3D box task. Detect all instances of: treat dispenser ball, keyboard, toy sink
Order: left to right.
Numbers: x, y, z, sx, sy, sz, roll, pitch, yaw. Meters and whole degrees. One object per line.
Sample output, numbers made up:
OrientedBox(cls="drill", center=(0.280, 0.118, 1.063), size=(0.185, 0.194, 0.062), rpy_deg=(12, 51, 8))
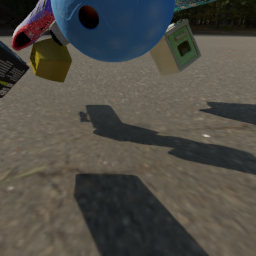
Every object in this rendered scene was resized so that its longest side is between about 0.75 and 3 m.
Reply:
OrientedBox(cls="keyboard", center=(-4.341, -3.681, 9.284), size=(1.048, 0.399, 2.013), rpy_deg=(-8, 3, 4))
OrientedBox(cls="treat dispenser ball", center=(-0.207, -1.872, 4.084), size=(1.787, 1.787, 1.787), rpy_deg=(0, 22, 0))
OrientedBox(cls="toy sink", center=(1.393, -2.799, 9.052), size=(1.184, 1.816, 1.018), rpy_deg=(-38, 20, -27))

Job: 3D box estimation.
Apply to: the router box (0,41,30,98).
OrientedBox(cls="router box", center=(-2.857, -1.506, 4.173), size=(0.928, 2.238, 2.986), rpy_deg=(-48, 12, -2))

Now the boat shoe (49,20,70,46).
OrientedBox(cls="boat shoe", center=(-0.862, -2.807, 6.511), size=(2.191, 0.818, 1.016), rpy_deg=(-22, 29, 30))

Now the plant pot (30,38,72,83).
OrientedBox(cls="plant pot", center=(-2.217, -1.916, 7.839), size=(0.840, 0.952, 0.953), rpy_deg=(-7, 61, -34))

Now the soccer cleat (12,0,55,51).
OrientedBox(cls="soccer cleat", center=(-2.373, -2.760, 7.428), size=(2.065, 0.704, 0.756), rpy_deg=(-25, 41, 33))

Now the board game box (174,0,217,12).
OrientedBox(cls="board game box", center=(1.651, -3.921, 8.394), size=(1.586, 0.372, 1.198), rpy_deg=(3, 10, 40))
